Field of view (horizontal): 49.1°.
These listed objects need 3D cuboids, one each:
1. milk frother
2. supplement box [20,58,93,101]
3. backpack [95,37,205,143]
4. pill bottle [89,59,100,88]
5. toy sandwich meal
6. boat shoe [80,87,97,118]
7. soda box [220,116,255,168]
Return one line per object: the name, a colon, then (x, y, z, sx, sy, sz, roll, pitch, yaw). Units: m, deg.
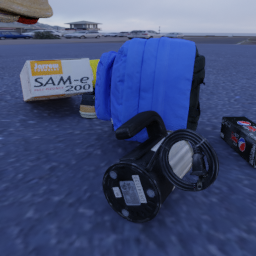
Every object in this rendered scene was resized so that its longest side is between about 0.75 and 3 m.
milk frother: (0.647, 0.493, 4.102, 1.551, 1.400, 1.459, 9, 22, 29)
supplement box: (-2.457, -1.503, 9.184, 1.805, 1.053, 2.864, -9, 6, -23)
backpack: (0.447, -0.743, 6.098, 2.355, 2.281, 2.807, 1, 13, 5)
pill bottle: (-1.276, -2.243, 11.818, 2.239, 1.259, 1.259, -15, 25, -34)
toy sandwich meal: (-1.955, -1.549, 3.077, 2.273, 0.778, 2.273, 24, 23, -11)
boat shoe: (-0.779, -0.993, 9.156, 0.910, 0.759, 2.439, 6, 20, 22)
soda box: (2.610, 0.241, 6.061, 0.597, 0.534, 1.688, 0, 20, -5)
